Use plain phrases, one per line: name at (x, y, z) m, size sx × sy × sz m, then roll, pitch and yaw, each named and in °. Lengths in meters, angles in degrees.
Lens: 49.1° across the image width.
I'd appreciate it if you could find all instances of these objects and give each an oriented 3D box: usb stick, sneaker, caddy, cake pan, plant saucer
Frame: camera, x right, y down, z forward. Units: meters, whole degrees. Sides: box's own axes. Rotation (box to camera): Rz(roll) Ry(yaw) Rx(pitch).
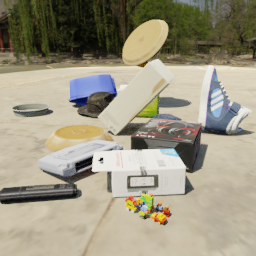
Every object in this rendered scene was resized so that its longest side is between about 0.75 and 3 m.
usb stick at (-1.902, 1.371, 5.968) m, size 1.609 × 0.262 × 0.446 m, roll -3°, pitch 11°, yaw -9°
sneaker at (3.586, -0.988, 10.231) m, size 1.783 × 2.435 × 0.981 m, roll 7°, pitch 0°, yaw 10°
caddy at (-1.810, -1.872, 14.866) m, size 2.758 × 1.447 × 1.949 m, roll -8°, pitch -3°, yaw 7°
cake pan at (-4.642, -0.869, 13.405) m, size 1.778 × 0.326 × 1.778 m, roll 0°, pitch 17°, yaw 0°
plant saucer at (-1.614, 0.289, 9.367) m, size 2.274 × 0.403 × 2.274 m, roll 0°, pitch 16°, yaw 0°

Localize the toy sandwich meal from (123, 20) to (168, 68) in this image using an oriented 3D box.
toy sandwich meal at (0.913, -4.112, 14.080) m, size 1.043 × 3.045 × 3.045 m, roll 36°, pitch -10°, yaw -40°

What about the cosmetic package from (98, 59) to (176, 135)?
cosmetic package at (0.323, -1.106, 10.082) m, size 0.983 × 2.766 × 1.455 m, roll 46°, pitch 27°, yaw 0°

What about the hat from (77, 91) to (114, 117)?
hat at (-1.254, -1.231, 13.409) m, size 2.386 × 0.962 × 2.386 m, roll 1°, pitch 17°, yaw 0°

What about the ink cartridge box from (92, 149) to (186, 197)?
ink cartridge box at (0.203, 1.004, 6.449) m, size 1.988 × 0.674 × 1.153 m, roll -1°, pitch 17°, yaw -4°

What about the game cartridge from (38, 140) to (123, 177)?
game cartridge at (-1.275, 0.758, 7.518) m, size 1.341 × 0.412 × 2.015 m, roll 9°, pitch 20°, yaw 44°

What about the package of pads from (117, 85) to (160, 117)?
package of pads at (0.475, -1.222, 12.451) m, size 1.846 × 1.426 × 0.629 m, roll 2°, pitch 33°, yaw 6°

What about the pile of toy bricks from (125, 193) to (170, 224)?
pile of toy bricks at (0.399, 1.452, 5.371) m, size 0.879 × 0.434 × 0.488 m, roll 13°, pitch 21°, yaw 36°

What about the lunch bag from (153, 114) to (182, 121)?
lunch bag at (1.493, -0.238, 10.892) m, size 0.896 × 0.569 × 0.759 m, roll 2°, pitch 15°, yaw -29°

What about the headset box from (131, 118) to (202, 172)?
headset box at (1.224, 0.370, 8.270) m, size 1.690 × 0.853 × 2.274 m, roll 6°, pitch 18°, yaw 20°
